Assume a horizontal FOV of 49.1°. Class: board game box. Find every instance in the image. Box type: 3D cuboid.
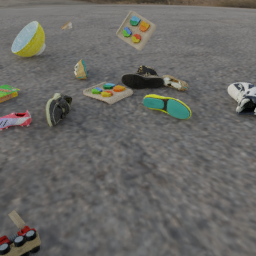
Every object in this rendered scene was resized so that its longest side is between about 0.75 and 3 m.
[{"bbox_3d":[-6.907,-1.542,14.119,1.277,0.401,2.673,21,39,29],"label":"board game box"}]

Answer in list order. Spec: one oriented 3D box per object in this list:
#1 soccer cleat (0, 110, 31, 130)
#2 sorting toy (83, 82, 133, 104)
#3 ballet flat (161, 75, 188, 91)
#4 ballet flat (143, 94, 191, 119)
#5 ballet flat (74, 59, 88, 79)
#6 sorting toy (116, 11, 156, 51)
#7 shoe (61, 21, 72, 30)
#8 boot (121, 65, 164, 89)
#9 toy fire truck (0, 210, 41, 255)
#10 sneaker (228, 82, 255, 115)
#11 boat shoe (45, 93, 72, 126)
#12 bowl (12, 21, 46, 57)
[{"bbox_3d":[-5.006,-0.355,11.813,1.766,0.675,0.589,-7,31,-12],"label":"soccer cleat"},{"bbox_3d":[-1.057,-1.949,14.792,2.021,0.369,1.870,25,39,34],"label":"sorting toy"},{"bbox_3d":[2.438,-2.507,15.436,1.807,0.637,0.590,21,23,33],"label":"ballet flat"},{"bbox_3d":[1.899,-1.099,12.958,2.534,0.847,0.849,20,31,33],"label":"ballet flat"},{"bbox_3d":[-2.965,-3.636,17.277,0.732,0.797,2.322,-15,32,-4],"label":"ballet flat"},{"bbox_3d":[0.300,-3.779,10.835,1.224,1.133,0.223,36,9,9],"label":"sorting toy"},{"bbox_3d":[-2.439,-4.042,11.203,0.337,0.257,0.963,-46,23,-11],"label":"shoe"},{"bbox_3d":[0.735,-2.946,15.971,2.369,0.867,1.784,0,32,-7],"label":"boot"},{"bbox_3d":[-2.793,2.645,6.877,0.958,0.700,1.088,-21,26,-30],"label":"toy fire truck"},{"bbox_3d":[5.400,-1.358,13.110,1.701,1.043,2.614,-10,41,-32],"label":"sneaker"},{"bbox_3d":[-3.025,-0.925,12.515,0.872,0.948,2.653,-6,26,0],"label":"boat shoe"},{"bbox_3d":[-6.965,-6.196,20.475,2.799,1.506,2.799,-21,51,29],"label":"bowl"}]
